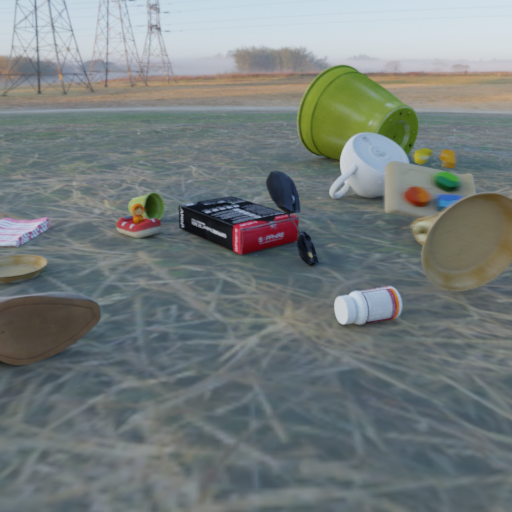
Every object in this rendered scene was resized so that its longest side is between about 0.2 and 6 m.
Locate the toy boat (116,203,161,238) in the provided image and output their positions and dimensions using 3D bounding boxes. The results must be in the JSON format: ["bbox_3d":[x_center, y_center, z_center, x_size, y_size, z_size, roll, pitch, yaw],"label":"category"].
[{"bbox_3d":[-2.452,-0.769,11.706,1.014,0.663,0.662,15,24,38],"label":"toy boat"}]

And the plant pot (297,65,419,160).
[{"bbox_3d":[3.760,-4.627,19.678,3.400,3.400,3.273,-12,34,-32],"label":"plant pot"}]

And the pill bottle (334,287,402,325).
[{"bbox_3d":[1.538,0.696,7.727,0.841,0.461,0.461,-7,20,-19],"label":"pill bottle"}]

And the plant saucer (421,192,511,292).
[{"bbox_3d":[3.241,-0.242,8.538,1.689,1.689,0.299,-4,29,-12],"label":"plant saucer"}]

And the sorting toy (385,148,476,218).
[{"bbox_3d":[3.855,-1.701,12.422,1.935,0.348,2.597,9,46,4],"label":"sorting toy"}]

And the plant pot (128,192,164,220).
[{"bbox_3d":[-2.567,-1.120,12.867,0.622,0.676,0.676,2,17,34],"label":"plant pot"}]

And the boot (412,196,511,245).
[{"bbox_3d":[4.341,-0.698,10.544,2.202,0.728,1.929,-13,-4,-6],"label":"boot"}]

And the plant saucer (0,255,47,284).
[{"bbox_3d":[-4.103,0.241,9.468,1.107,0.196,1.107,0,19,0],"label":"plant saucer"}]

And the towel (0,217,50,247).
[{"bbox_3d":[-5.148,-0.518,11.646,1.147,0.234,1.567,1,19,6],"label":"towel"}]

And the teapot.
[{"bbox_3d":[3.003,-2.229,14.994,1.953,1.426,1.928,16,47,-8],"label":"teapot"}]

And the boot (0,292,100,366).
[{"bbox_3d":[-3.455,0.737,7.034,2.484,0.873,1.816,-12,21,-32],"label":"boot"}]

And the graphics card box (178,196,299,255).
[{"bbox_3d":[-0.416,-0.689,11.579,1.463,0.593,2.332,-15,25,-36],"label":"graphics card box"}]

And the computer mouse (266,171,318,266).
[{"bbox_3d":[0.731,-0.769,10.385,0.643,0.374,2.195,16,44,-49],"label":"computer mouse"}]
